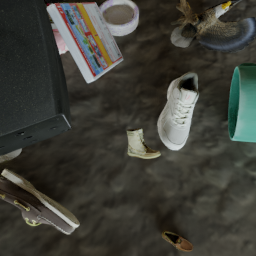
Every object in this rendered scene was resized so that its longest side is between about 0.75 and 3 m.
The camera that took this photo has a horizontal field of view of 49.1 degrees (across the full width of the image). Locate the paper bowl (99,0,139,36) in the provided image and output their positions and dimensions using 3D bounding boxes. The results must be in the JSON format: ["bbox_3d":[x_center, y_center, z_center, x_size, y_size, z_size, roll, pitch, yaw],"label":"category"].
[{"bbox_3d":[-0.327,-3.842,9.894,1.409,0.733,1.409,0,66,0],"label":"paper bowl"}]

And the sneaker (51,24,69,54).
[{"bbox_3d":[-2.349,-2.668,9.301,2.797,1.053,1.462,-2,90,-16],"label":"sneaker"}]

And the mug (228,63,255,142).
[{"bbox_3d":[3.709,-0.845,7.676,1.547,2.056,2.502,4,83,13],"label":"mug"}]

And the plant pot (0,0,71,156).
[{"bbox_3d":[-2.842,-0.940,6.731,2.969,2.976,2.640,-21,84,-10],"label":"plant pot"}]

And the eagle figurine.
[{"bbox_3d":[2.911,-3.652,9.549,2.606,1.966,1.977,-2,107,-32],"label":"eagle figurine"}]

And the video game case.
[{"bbox_3d":[-1.041,-2.592,8.072,0.248,2.844,2.033,-21,107,23],"label":"video game case"}]

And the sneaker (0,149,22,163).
[{"bbox_3d":[-4.224,0.403,7.969,2.209,0.837,1.160,-4,42,-22],"label":"sneaker"}]

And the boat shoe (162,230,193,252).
[{"bbox_3d":[1.267,2.905,7.156,0.871,0.296,0.313,22,68,9],"label":"boat shoe"}]

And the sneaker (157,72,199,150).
[{"bbox_3d":[1.512,-0.597,8.143,0.957,1.220,2.456,12,70,-5],"label":"sneaker"}]

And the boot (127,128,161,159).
[{"bbox_3d":[0.410,0.414,7.766,1.019,0.367,0.788,4,103,33],"label":"boot"}]

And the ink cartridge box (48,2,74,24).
[{"bbox_3d":[-2.506,-4.302,10.356,0.895,0.295,1.230,3,68,2],"label":"ink cartridge box"}]

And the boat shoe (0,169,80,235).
[{"bbox_3d":[-2.431,2.020,7.238,2.587,0.930,0.770,29,75,16],"label":"boat shoe"}]

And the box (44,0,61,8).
[{"bbox_3d":[-3.045,-5.100,10.296,0.865,0.997,1.632,34,71,17],"label":"box"}]
